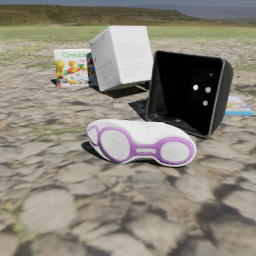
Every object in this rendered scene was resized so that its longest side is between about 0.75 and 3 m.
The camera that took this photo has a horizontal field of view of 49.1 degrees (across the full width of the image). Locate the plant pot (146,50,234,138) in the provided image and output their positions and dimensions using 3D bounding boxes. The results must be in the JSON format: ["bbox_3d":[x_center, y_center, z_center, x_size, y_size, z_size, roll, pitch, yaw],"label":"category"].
[{"bbox_3d":[1.987,-1.068,8.228,2.066,2.071,1.837,19,19,37],"label":"plant pot"}]

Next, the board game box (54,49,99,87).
[{"bbox_3d":[-1.850,-2.556,11.886,2.394,1.512,0.414,-4,24,-7],"label":"board game box"}]

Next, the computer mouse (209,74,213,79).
[{"bbox_3d":[2.797,-2.234,12.413,2.397,0.632,1.660,-4,22,-37],"label":"computer mouse"}]

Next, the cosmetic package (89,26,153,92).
[{"bbox_3d":[-0.219,-2.620,10.765,1.684,2.024,1.694,-15,4,-33],"label":"cosmetic package"}]

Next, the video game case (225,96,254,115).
[{"bbox_3d":[3.450,-0.790,9.622,1.149,0.143,1.606,2,24,2],"label":"video game case"}]

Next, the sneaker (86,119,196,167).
[{"bbox_3d":[0.281,0.294,6.500,2.470,0.925,1.230,11,17,6],"label":"sneaker"}]

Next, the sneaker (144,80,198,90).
[{"bbox_3d":[1.162,-1.712,10.651,1.584,1.038,2.742,-25,35,-38],"label":"sneaker"}]
